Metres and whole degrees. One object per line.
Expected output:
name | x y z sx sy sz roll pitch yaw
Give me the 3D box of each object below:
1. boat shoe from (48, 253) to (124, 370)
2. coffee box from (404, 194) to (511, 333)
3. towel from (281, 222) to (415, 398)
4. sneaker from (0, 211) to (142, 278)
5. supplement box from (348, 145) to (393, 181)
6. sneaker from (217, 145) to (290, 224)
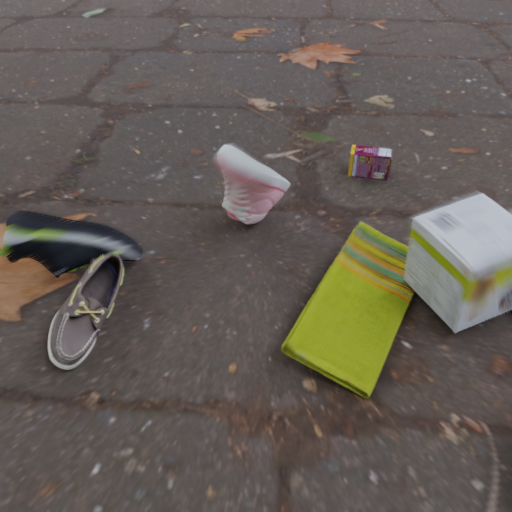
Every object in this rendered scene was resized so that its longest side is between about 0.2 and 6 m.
boat shoe | -2.721 0.831 9.103 0.756 0.627 2.106 32 44 -17
coffee box | 3.551 0.105 9.331 1.472 1.458 1.475 -18 42 -15
towel | 1.825 0.722 9.589 1.538 0.323 3.575 26 44 13
sneaker | -3.401 -0.097 10.312 2.508 1.038 0.899 13 13 -23
supplement box | 2.700 -2.215 13.279 0.967 0.633 0.499 9 39 10
sneaker | -0.246 -1.267 11.002 0.930 1.291 2.471 43 12 21
